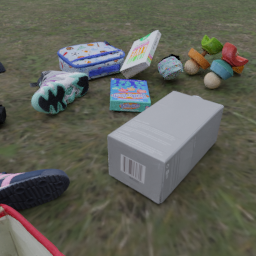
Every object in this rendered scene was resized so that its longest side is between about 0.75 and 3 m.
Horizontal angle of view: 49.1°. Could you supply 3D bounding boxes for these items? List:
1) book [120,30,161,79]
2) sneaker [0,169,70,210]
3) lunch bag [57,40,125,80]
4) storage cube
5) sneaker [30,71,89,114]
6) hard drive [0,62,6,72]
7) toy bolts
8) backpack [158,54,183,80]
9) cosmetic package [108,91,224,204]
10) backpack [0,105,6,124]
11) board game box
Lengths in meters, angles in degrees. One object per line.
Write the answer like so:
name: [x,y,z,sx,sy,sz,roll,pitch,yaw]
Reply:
book: [0.567,-3.018,11.381,1.308,0.470,1.958,-16,43,42]
sneaker: [-2.549,1.166,5.836,2.544,0.892,1.043,-11,38,-18]
lunch bag: [-1.455,-2.849,11.838,2.649,1.001,2.123,-22,41,-28]
storage cube: [-1.105,2.671,2.117,2.383,2.506,2.788,23,41,30]
sneaker: [-2.771,-1.322,9.608,1.864,1.036,2.665,14,27,22]
hard drive: [-6.411,-2.537,11.831,2.044,0.433,1.378,-21,39,-29]
toy bolts: [3.559,-2.330,11.150,2.270,1.648,2.377,35,14,-21]
backpack: [1.638,-2.311,10.763,0.785,1.035,1.240,58,16,10]
cosmetic package: [1.004,0.260,6.907,1.564,1.320,2.928,24,38,33]
backpack: [-4.181,-0.312,8.329,0.963,0.610,0.804,-7,21,-11]
board game box: [0.044,-1.165,9.718,1.327,0.393,1.745,3,34,-5]
